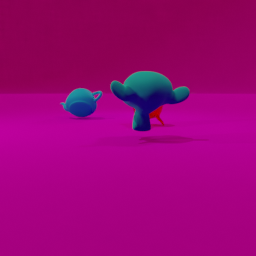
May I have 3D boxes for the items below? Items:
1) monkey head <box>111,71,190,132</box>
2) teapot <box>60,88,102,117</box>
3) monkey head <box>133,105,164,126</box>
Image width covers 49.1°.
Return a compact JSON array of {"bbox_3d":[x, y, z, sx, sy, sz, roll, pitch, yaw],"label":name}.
[{"bbox_3d":[0.428,-0.615,6.489,1.848,1.330,1.114,2,-7,-15],"label":"monkey head"},{"bbox_3d":[-1.996,-1.091,11.683,2.058,1.008,1.279,-17,-41,17],"label":"teapot"},{"bbox_3d":[0.666,-0.798,9.117,1.056,1.753,1.261,-15,10,1],"label":"monkey head"}]
